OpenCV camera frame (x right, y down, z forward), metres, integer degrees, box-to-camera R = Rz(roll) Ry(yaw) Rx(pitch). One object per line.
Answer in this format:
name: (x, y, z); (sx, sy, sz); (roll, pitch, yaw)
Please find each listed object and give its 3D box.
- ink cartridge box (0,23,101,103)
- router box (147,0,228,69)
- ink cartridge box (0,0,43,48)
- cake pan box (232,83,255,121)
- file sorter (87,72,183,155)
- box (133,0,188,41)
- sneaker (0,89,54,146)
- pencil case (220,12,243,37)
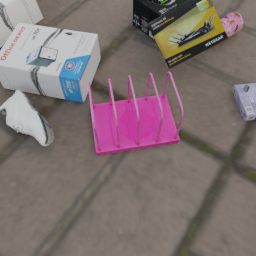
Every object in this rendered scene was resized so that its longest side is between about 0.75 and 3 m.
ink cartridge box: (-2.370, -2.026, 8.569); (2.628, 1.129, 1.925); (11, 59, 5)
router box: (1.730, -2.842, 8.246); (1.882, 0.491, 1.479); (-27, 100, 13)
ink cartridge box: (-4.609, -3.767, 9.384); (2.757, 1.158, 2.005); (-42, 61, -18)
cake pan box: (3.828, -0.794, 8.294); (1.118, 0.318, 1.214); (-8, 59, -2)
file sorter: (0.146, -0.469, 7.430); (2.296, 1.440, 1.595); (-9, 59, -5)
box: (1.345, -4.199, 9.827); (1.967, 1.223, 1.461); (-37, 66, -19)
sneaker: (-2.789, -0.153, 7.748); (0.918, 0.785, 2.108); (-40, 59, -11)
pencil case: (3.197, -3.407, 9.673); (1.650, 0.714, 0.683); (-29, 34, -17)
